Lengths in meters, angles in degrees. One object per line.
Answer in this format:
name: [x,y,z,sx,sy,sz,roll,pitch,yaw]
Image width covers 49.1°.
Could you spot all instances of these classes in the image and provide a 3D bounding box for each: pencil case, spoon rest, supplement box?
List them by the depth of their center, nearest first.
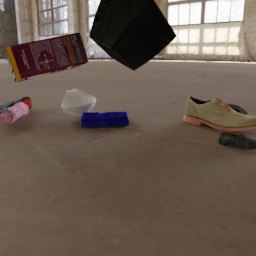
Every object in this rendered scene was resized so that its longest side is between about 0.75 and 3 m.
supplement box: [-3.152,-2.720,10.880,2.763,1.183,1.525,-19,11,-21]
pencil case: [-4.637,-0.634,11.399,0.679,0.679,1.554,1,17,5]
spoon rest: [-2.340,-1.220,12.485,1.485,0.906,2.988,-17,17,-17]

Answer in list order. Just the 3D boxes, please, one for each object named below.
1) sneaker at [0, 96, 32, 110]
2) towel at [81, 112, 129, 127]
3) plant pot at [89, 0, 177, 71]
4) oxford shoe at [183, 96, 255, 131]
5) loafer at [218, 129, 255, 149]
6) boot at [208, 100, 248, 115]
sneaker: [-5.155,-1.073,12.843,0.806,0.669,1.687,5,17,23]
towel: [-0.901,-0.417,11.042,1.850,0.458,1.366,-1,18,-5]
plant pot: [0.000,-2.516,7.359,1.642,1.457,1.638,37,3,38]
oxford shoe: [3.432,-0.561,10.449,2.921,1.078,1.034,12,21,33]
loafer: [3.423,0.342,8.582,1.273,0.460,0.464,8,18,21]
boot: [4.247,-0.764,12.095,0.864,0.666,1.782,-2,23,-43]
